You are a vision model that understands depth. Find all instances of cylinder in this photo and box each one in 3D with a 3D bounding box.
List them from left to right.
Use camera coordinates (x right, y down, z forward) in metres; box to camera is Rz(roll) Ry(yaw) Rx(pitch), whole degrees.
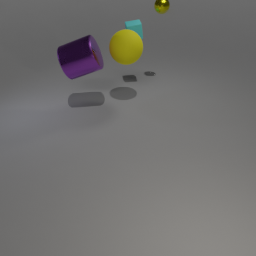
[{"bbox_3d":[-1.879,-2.816,11.213,1.400,1.400,1.400,-17,30,12],"label":"cylinder"}]

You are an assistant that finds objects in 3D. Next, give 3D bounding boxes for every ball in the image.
[{"bbox_3d":[-0.079,-3.323,11.547,1.400,1.400,1.400,0,32,0],"label":"ball"},{"bbox_3d":[1.522,-5.485,12.549,0.700,0.700,0.700,0,32,0],"label":"ball"}]

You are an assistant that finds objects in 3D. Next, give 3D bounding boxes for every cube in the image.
[{"bbox_3d":[0.270,-4.510,12.926,0.700,0.700,0.700,-10,37,-1],"label":"cube"}]
